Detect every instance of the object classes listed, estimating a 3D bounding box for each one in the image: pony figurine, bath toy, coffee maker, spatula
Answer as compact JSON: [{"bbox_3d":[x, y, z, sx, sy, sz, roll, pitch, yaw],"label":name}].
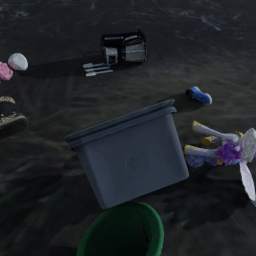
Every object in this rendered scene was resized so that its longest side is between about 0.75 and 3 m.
[{"bbox_3d":[2.985,0.679,7.986,2.540,2.115,2.452,3,35,24],"label":"pony figurine"},{"bbox_3d":[-5.237,-2.220,11.277,2.476,0.915,1.077,-44,105,-32],"label":"bath toy"},{"bbox_3d":[-0.229,-3.566,12.362,1.915,1.290,1.840,-6,33,-7],"label":"coffee maker"},{"bbox_3d":[-1.296,-2.581,12.106,1.177,0.094,0.818,-12,47,-11],"label":"spatula"}]

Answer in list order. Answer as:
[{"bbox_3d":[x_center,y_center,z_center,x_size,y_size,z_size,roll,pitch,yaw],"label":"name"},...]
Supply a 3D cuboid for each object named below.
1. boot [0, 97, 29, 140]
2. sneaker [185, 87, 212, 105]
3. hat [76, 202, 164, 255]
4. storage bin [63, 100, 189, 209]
[{"bbox_3d":[-4.568,-0.287,9.475,2.010,0.736,1.514,-23,50,-21],"label":"boot"},{"bbox_3d":[2.591,-1.166,10.515,0.609,0.421,1.096,-16,44,-23],"label":"sneaker"},{"bbox_3d":[0.344,3.344,6.358,2.159,2.294,2.607,-33,25,0],"label":"hat"},{"bbox_3d":[0.068,0.735,7.027,2.757,2.007,1.852,-18,83,-6],"label":"storage bin"}]
